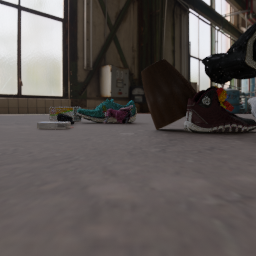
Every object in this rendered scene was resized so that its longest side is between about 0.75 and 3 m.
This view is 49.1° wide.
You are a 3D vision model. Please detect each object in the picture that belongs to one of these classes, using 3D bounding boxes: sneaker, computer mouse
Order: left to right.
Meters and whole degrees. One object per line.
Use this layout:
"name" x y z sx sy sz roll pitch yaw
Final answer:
"computer mouse" -2.558 -0.283 11.480 0.640 0.372 2.183 17 3 -20
"sneaker" -0.977 -0.790 12.848 2.750 1.095 1.066 -1 3 -8
"sneaker" 2.411 -0.480 7.147 2.026 1.170 0.767 -1 4 -17

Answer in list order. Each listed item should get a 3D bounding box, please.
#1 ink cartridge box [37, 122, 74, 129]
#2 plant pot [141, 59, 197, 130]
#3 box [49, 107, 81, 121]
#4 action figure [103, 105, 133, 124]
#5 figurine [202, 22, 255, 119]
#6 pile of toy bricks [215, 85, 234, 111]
"ink cartridge box" -2.247 -0.093 8.784 0.929 0.208 0.819 1 5 7
"plant pot" 1.110 -1.049 8.047 1.565 1.674 1.565 -28 0 0
"box" -3.202 -0.705 14.318 1.436 0.728 0.808 1 3 20
"action figure" -0.528 -0.609 11.926 1.281 0.954 0.858 17 16 24
"figurine" 3.181 -0.950 6.495 2.842 1.224 2.773 41 -2 -7
"pile of toy bricks" 3.406 -0.603 10.439 1.330 1.495 2.694 38 8 12
